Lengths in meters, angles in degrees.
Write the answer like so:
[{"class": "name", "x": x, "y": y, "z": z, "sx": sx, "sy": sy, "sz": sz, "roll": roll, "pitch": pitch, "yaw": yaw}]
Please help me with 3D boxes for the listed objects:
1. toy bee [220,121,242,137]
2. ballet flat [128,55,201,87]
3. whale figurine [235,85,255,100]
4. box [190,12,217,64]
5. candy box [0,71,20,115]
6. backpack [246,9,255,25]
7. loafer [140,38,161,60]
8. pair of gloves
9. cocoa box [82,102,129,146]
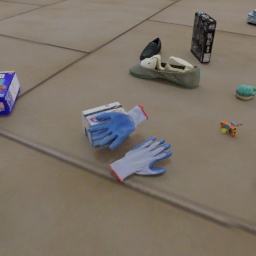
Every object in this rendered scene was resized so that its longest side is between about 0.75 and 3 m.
[{"class": "toy bee", "x": 3.038, "y": 0.057, "z": 8.311, "sx": 0.505, "sy": 0.419, "sz": 0.771, "roll": -9, "pitch": 13, "yaw": 1}, {"class": "ballet flat", "x": 1.404, "y": -2.399, "z": 10.978, "sx": 2.990, "sy": 0.952, "sz": 1.007, "roll": 17, "pitch": 41, "yaw": 22}, {"class": "whale figurine", "x": 4.269, "y": -1.364, "z": 10.030, "sx": 0.890, "sy": 0.462, "sz": 0.708, "roll": -23, "pitch": 43, "yaw": -28}, {"class": "box", "x": 3.271, "y": -3.976, "z": 12.322, "sx": 0.397, "sy": 1.823, "sz": 1.460, "roll": -6, "pitch": 37, "yaw": -7}, {"class": "candy box", "x": -4.743, "y": -1.196, "z": 9.573, "sx": 1.638, "sy": 0.746, "sz": 1.937, "roll": -6, "pitch": 37, "yaw": -6}, {"class": "backpack", "x": 7.654, "y": -6.573, "z": 16.551, "sx": 1.091, "sy": 0.802, "sz": 0.999, "roll": 26, "pitch": 41, "yaw": 35}, {"class": "loafer", "x": 1.031, "y": -3.588, "z": 12.764, "sx": 0.639, "sy": 0.660, "sz": 1.881, "roll": 16, "pitch": 40, "yaw": 20}, {"class": "pair of gloves", "x": 0.092, "y": 0.369, "z": 7.313, "sx": 1.764, "sy": 0.250, "sz": 2.194, "roll": -27, "pitch": 69, "yaw": -20}, {"class": "cocoa box", "x": -0.637, "y": -0.121, "z": 8.131, "sx": 1.191, "sy": 0.794, "sz": 0.781, "roll": -16, "pitch": 40, "yaw": -20}]
